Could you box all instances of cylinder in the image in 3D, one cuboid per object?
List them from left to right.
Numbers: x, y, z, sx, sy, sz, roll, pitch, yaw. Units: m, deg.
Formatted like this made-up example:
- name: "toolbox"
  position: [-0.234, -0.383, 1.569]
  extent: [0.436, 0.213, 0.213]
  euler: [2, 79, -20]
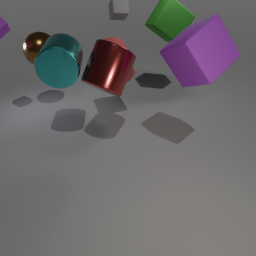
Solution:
- name: "cylinder"
  position: [-2.239, -2.239, 9.292]
  extent: [1.400, 1.400, 1.400]
  euler: [-2, 35, -3]
- name: "cylinder"
  position: [-0.624, -1.909, 9.042]
  extent: [1.400, 1.400, 1.400]
  euler: [22, 3, -1]
- name: "cylinder"
  position: [-0.589, -2.600, 11.142]
  extent: [1.400, 1.400, 1.400]
  euler: [-10, 66, -16]

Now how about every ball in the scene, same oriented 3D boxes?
- name: "ball"
  position: [-3.624, -3.261, 11.621]
  extent: [1.400, 1.400, 1.400]
  euler: [0, 32, 0]

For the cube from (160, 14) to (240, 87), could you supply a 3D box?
- name: "cube"
  position: [2.100, -2.207, 8.288]
  extent: [1.400, 1.400, 1.400]
  euler: [-43, 19, -15]

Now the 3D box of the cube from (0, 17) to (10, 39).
- name: "cube"
  position: [-4.761, -3.633, 9.971]
  extent: [0.700, 0.700, 0.700]
  euler: [-48, 10, -11]

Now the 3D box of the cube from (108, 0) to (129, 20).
- name: "cube"
  position: [-0.409, -5.168, 12.177]
  extent: [0.700, 0.700, 0.700]
  euler: [-5, -2, -18]

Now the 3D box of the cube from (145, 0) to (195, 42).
- name: "cube"
  position: [1.843, -4.830, 12.617]
  extent: [1.400, 1.400, 1.400]
  euler: [29, 11, -23]
